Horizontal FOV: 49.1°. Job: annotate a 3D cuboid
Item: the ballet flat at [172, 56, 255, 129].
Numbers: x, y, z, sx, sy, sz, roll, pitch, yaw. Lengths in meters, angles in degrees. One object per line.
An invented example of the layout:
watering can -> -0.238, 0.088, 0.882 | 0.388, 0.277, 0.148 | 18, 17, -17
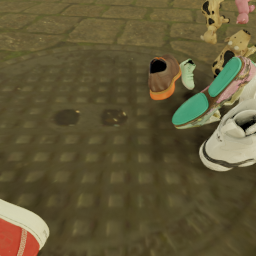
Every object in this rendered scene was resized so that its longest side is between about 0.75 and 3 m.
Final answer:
ballet flat -> 2.042, -0.646, 6.532 | 0.817, 2.295, 0.793 | 23, 38, -26

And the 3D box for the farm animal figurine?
farm animal figurine -> 2.919, -2.359, 7.837 | 1.275, 2.419, 2.446 | -30, 52, -30

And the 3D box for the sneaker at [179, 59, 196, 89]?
sneaker -> 1.861, -1.636, 8.457 | 0.327, 0.524, 0.888 | -14, 82, -24

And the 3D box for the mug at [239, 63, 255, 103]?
mug -> 3.224, -0.914, 7.067 | 1.038, 1.406, 1.233 | 3, 30, -15

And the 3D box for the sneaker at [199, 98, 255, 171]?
sneaker -> 2.802, 0.089, 5.856 | 2.481, 1.426, 0.932 | -13, 58, -13

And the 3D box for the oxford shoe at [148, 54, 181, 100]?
oxford shoe -> 1.021, -1.691, 7.870 | 0.796, 0.811, 2.236 | -8, 34, 18

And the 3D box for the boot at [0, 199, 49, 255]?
boot -> -2.868, 1.828, 4.138 | 2.724, 0.986, 1.965 | 15, 40, 15
